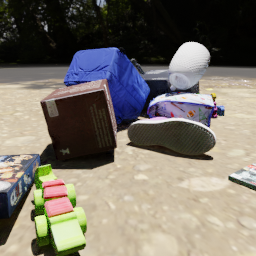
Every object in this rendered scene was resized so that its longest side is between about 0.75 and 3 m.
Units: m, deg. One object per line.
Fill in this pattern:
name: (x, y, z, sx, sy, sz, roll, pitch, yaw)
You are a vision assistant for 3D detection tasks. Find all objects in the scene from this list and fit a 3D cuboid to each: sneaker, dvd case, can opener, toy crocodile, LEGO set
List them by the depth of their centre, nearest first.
toy crocodile: (-1.148, 1.244, 4.514, 0.728, 0.666, 2.156, -6, 17, -20)
dvd case: (2.877, 1.067, 6.170, 1.122, 0.123, 0.819, -11, 19, -38)
sneaker: (1.447, 0.058, 8.344, 2.620, 0.950, 1.494, 10, 15, 32)
can opener: (0.344, -2.289, 10.531, 0.254, 0.765, 0.201, -52, 28, -17)
LEGO set: (3.717, -1.101, 12.571, 0.799, 0.860, 2.095, -3, 16, -12)

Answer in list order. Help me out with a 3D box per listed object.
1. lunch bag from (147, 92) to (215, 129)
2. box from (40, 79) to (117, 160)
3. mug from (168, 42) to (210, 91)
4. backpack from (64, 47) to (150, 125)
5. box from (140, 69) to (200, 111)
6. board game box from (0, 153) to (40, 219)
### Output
lunch bag: (1.828, -0.592, 9.942, 2.148, 1.330, 1.826, 11, 17, 9)
box: (-1.231, -0.324, 7.811, 1.613, 1.629, 1.964, -11, 18, 1)
mug: (2.125, -2.103, 10.614, 1.307, 1.770, 1.552, 33, 57, 1)
backpack: (-0.762, -1.331, 10.709, 2.360, 2.437, 2.904, 13, -14, 37)
box: (1.475, -1.818, 13.132, 2.811, 1.463, 2.559, 8, 24, 43)
board game box: (-2.740, 0.985, 5.207, 1.725, 0.441, 2.547, -2, 7, -8)
